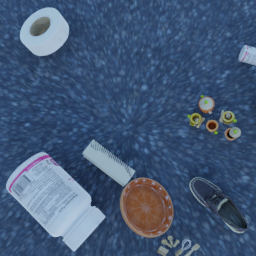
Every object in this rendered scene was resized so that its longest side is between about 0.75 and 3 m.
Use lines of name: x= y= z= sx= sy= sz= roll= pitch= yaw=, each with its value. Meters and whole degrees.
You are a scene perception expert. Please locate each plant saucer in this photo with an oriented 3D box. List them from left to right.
plant saucer: x=0.501 y=2.136 z=7.587 sx=1.588 sy=0.256 sz=1.588 roll=15 pitch=53 yaw=-21

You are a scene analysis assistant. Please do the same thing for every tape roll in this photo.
tape roll: x=-2.551 y=-2.949 z=8.585 sx=1.458 sy=0.510 sz=1.458 roll=-8 pitch=64 yaw=17

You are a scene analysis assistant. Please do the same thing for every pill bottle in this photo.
pill bottle: x=-1.849 y=1.913 z=7.335 sx=2.412 sy=1.367 sz=1.367 roll=42 pitch=81 yaw=8
pill bottle: x=3.873 y=-2.165 z=8.513 sx=0.852 sy=0.483 sz=0.483 roll=18 pitch=79 yaw=4

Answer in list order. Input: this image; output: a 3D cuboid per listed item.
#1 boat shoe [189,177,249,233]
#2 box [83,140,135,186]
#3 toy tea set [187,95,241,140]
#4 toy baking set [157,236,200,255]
boat shoe: x=2.479 y=2.022 z=7.549 sx=0.677 sy=0.610 sz=1.884 roll=-41 pitch=71 yaw=-10
box: x=-0.550 y=1.005 z=7.939 sx=1.491 sy=0.613 sz=0.510 roll=36 pitch=75 yaw=3
toy tea set: x=2.545 y=-0.278 z=8.068 sx=1.571 sy=0.581 sz=0.934 roll=28 pitch=85 yaw=21
toy baking set: x=1.305 y=3.223 z=7.327 sx=1.064 sy=0.124 sz=0.817 roll=7 pitch=110 yaw=9
